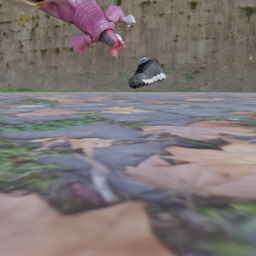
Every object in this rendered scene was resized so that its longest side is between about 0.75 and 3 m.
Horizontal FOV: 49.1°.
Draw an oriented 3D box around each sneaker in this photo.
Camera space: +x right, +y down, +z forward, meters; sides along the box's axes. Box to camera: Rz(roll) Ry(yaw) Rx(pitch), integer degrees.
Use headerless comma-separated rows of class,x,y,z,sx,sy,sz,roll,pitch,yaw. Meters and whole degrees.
sneaker,0.544,-1.884,9.305,0.710,0.967,2.137,-12,9,34
sneaker,-1.769,-2.113,3.990,0.603,0.519,1.424,3,4,35

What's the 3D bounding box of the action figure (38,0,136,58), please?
action figure,-1.008,-2.980,7.168,2.783,1.864,2.072,45,-1,16
